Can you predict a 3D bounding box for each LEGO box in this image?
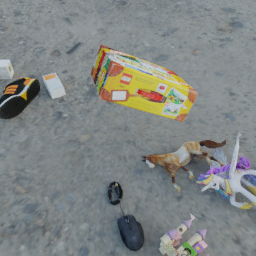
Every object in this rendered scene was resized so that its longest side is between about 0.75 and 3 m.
[{"bbox_3d":[0.409,-1.439,8.939,2.851,1.100,2.123,14,25,-24],"label":"LEGO box"}]

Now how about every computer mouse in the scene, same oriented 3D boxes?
[{"bbox_3d":[-0.122,2.748,9.122,0.736,0.427,2.512,-17,49,-13],"label":"computer mouse"}]

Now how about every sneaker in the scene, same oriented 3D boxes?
[{"bbox_3d":[-5.209,-1.387,12.606,1.249,0.971,2.776,15,44,18],"label":"sneaker"}]

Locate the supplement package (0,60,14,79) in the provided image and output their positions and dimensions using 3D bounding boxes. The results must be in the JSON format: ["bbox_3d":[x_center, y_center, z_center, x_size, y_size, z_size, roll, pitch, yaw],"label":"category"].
[{"bbox_3d":[-6.201,-2.941,14.082,0.585,0.777,0.589,-1,48,-1],"label":"supplement package"}]

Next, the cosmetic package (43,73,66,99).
[{"bbox_3d":[-3.567,-2.047,13.473,0.676,0.475,1.333,-22,52,-19],"label":"cosmetic package"}]

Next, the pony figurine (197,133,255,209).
[{"bbox_3d":[3.607,1.573,9.529,2.290,1.907,2.210,25,60,2],"label":"pony figurine"}]

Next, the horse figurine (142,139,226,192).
[{"bbox_3d":[2.186,1.129,10.291,2.863,0.714,1.897,-27,36,-13],"label":"horse figurine"}]

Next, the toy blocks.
[{"bbox_3d":[1.815,3.302,7.816,1.334,1.585,1.481,-33,56,-19],"label":"toy blocks"}]
